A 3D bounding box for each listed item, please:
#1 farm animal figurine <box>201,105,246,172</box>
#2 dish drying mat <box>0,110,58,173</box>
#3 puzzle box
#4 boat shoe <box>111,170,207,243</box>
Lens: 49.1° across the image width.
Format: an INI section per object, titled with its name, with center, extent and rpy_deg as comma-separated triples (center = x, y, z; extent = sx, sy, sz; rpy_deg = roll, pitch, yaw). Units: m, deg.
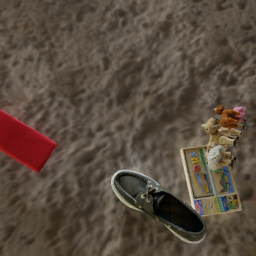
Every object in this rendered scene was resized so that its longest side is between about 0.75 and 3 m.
[farm animal figurine]
center = 2.539, 0.222, 7.697
extent = 1.001, 1.921, 1.900
rpy_deg = 9, 85, 29
[dish drying mat]
center = -3.379, 0.245, 8.148
extent = 2.580, 0.235, 0.991
rpy_deg = 29, 72, 7
[puzzle box]
center = 2.294, 1.421, 7.871
extent = 1.289, 0.246, 1.938
rpy_deg = -8, 70, -2
[boat shoe]
center = 0.776, 1.893, 7.271
extent = 2.836, 0.803, 0.973
rpy_deg = 30, 66, 18
